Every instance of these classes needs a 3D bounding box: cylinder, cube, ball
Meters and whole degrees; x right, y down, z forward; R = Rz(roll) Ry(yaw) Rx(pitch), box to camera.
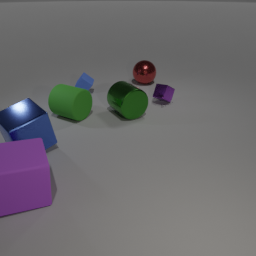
[{"bbox_3d":[-2.534,-1.144,12.392,1.400,1.400,1.400,16,32,27],"label":"cylinder"},{"bbox_3d":[-2.926,1.283,7.632,1.400,1.400,1.400,-8,32,-22],"label":"cube"},{"bbox_3d":[-0.029,-1.266,12.609,1.400,1.400,1.400,-15,31,-27],"label":"cylinder"},{"bbox_3d":[-2.339,-2.428,15.122,0.700,0.700,0.700,34,30,-20],"label":"cube"},{"bbox_3d":[1.772,-1.741,13.893,0.700,0.700,0.700,18,1,45],"label":"cube"},{"bbox_3d":[0.967,-3.272,16.471,1.400,1.400,1.400,0,28,0],"label":"ball"},{"bbox_3d":[-3.558,0.046,9.774,1.400,1.400,1.400,-33,46,-28],"label":"cube"}]
